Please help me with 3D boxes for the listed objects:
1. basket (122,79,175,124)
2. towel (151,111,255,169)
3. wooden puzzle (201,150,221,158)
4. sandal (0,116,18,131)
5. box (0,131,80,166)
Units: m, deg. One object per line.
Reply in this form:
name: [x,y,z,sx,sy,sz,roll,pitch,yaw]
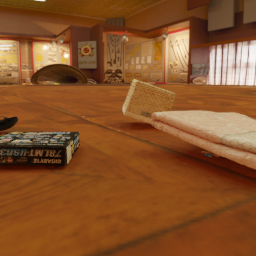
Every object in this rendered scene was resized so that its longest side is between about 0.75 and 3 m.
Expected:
basket: [0.658,-0.839,9.253,1.442,1.170,1.455,18,9,-7]
towel: [2.318,0.097,5.711,2.791,0.450,2.666,0,15,-34]
wooden puzzle: [1.886,0.532,5.906,0.798,0.093,0.538,-5,8,-29]
sandal: [-3.853,-0.113,8.030,1.341,0.287,0.510,-13,36,-10]
box: [-1.931,0.371,5.783,1.665,0.414,1.653,1,7,-2]
